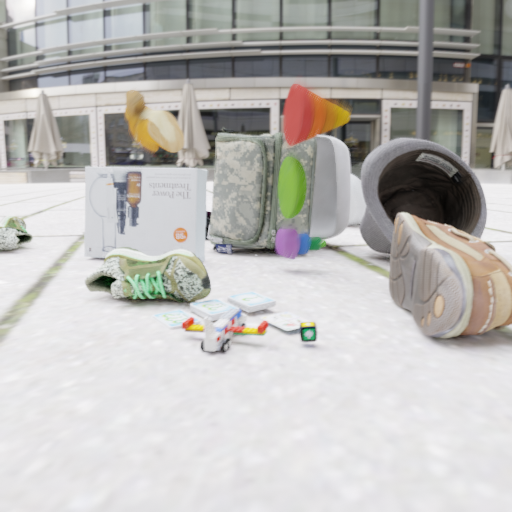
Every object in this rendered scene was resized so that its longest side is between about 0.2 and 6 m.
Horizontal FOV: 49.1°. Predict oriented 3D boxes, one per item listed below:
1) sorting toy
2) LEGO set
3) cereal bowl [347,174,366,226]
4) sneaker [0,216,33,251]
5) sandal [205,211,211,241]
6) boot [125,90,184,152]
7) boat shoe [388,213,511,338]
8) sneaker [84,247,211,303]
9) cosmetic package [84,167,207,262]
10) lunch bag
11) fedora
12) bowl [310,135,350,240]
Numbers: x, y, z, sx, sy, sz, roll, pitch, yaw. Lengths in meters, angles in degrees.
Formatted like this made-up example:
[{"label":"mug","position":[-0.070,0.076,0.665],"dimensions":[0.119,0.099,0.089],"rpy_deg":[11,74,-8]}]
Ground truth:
[{"label":"sorting toy","position":[0.961,-1.318,9.289],"dimensions":[1.000,2.903,1.007],"rpy_deg":[-2,22,-14]},{"label":"LEGO set","position":[-0.194,0.636,6.386],"dimensions":[1.479,0.486,1.980],"rpy_deg":[-10,13,-29]},{"label":"cereal bowl","position":[2.465,-1.570,16.219],"dimensions":[0.670,1.609,1.609],"rpy_deg":[-29,26,-37]},{"label":"sneaker","position":[-5.283,-0.407,12.298],"dimensions":[0.810,0.703,1.827],"rpy_deg":[12,14,-6]},{"label":"sandal","position":[-1.022,-0.755,13.798],"dimensions":[2.804,0.671,1.054],"rpy_deg":[6,11,30]},{"label":"boot","position":[-1.995,-2.415,11.168],"dimensions":[0.599,1.701,1.218],"rpy_deg":[-38,-15,-18]},{"label":"boat shoe","position":[2.422,0.211,7.117],"dimensions":[1.142,1.205,3.182],"rpy_deg":[4,19,1]},{"label":"sneaker","position":[-1.503,0.394,7.547],"dimensions":[2.002,0.770,0.887],"rpy_deg":[2,25,33]},{"label":"cosmetic package","position":[-2.135,-0.803,10.767],"dimensions":[2.345,1.768,0.606],"rpy_deg":[3,6,15]},{"label":"lunch bag","position":[0.120,-1.317,11.766],"dimensions":[2.155,2.569,1.790],"rpy_deg":[5,7,4]},{"label":"fedora","position":[3.041,-0.882,11.051],"dimensions":[3.030,2.680,1.368],"rpy_deg":[-36,-6,-30]},{"label":"bowl","position":[1.270,-1.554,12.752],"dimensions":[0.864,2.311,2.314],"rpy_deg":[-9,11,-39]}]
